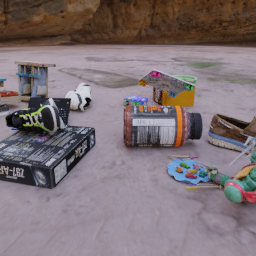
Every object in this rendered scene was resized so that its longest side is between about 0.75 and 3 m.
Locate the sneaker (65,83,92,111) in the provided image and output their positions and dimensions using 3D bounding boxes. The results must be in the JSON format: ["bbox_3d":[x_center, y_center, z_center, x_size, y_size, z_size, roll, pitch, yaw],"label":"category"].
[{"bbox_3d":[-2.145,-1.408,13.374,1.049,0.967,2.623,18,27,3],"label":"sneaker"}]

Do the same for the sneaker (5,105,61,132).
[{"bbox_3d":[-2.861,-0.170,8.199,2.230,0.800,0.923,-1,14,42],"label":"sneaker"}]

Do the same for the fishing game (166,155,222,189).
[{"bbox_3d":[1.664,1.080,7.508,1.277,0.277,1.784,2,21,-3],"label":"fishing game"}]

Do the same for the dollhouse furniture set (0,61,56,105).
[{"bbox_3d":[-5.008,-2.141,13.133,1.900,1.911,2.712,11,15,28],"label":"dollhouse furniture set"}]

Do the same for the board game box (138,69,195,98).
[{"bbox_3d":[1.527,-1.768,11.534,1.844,0.239,1.844,19,-9,-14],"label":"board game box"}]

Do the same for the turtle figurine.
[{"bbox_3d":[2.737,0.965,6.401,2.769,1.394,2.073,-15,-15,-38],"label":"turtle figurine"}]

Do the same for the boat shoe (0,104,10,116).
[{"bbox_3d":[-5.896,-0.745,11.848,1.637,0.542,0.572,-8,22,-20],"label":"boat shoe"}]

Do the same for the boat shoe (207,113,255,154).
[{"bbox_3d":[3.942,0.213,8.594,2.983,1.080,1.078,12,24,28],"label":"boat shoe"}]

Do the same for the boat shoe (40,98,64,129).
[{"bbox_3d":[-2.511,-0.383,9.158,0.518,0.649,1.717,-29,34,-5],"label":"boat shoe"}]

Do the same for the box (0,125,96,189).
[{"bbox_3d":[-2.491,0.623,8.181,2.242,0.609,2.799,5,22,14],"label":"box"}]

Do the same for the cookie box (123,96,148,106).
[{"bbox_3d":[0.386,-1.252,13.430,0.945,0.355,0.808,12,24,29],"label":"cookie box"}]

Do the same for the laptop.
[{"bbox_3d":[-3.220,-0.564,10.623,1.742,1.015,1.966,2,63,3],"label":"laptop"}]

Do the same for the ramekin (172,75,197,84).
[{"bbox_3d":[3.024,-2.451,15.902,1.679,0.820,1.679,0,21,0],"label":"ramekin"}]

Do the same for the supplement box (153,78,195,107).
[{"bbox_3d":[2.194,-1.730,13.695,1.562,1.051,1.583,-5,22,-13],"label":"supplement box"}]

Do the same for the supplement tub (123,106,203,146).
[{"bbox_3d":[1.086,-0.062,9.019,2.462,1.317,1.317,0,21,-1],"label":"supplement tub"}]
